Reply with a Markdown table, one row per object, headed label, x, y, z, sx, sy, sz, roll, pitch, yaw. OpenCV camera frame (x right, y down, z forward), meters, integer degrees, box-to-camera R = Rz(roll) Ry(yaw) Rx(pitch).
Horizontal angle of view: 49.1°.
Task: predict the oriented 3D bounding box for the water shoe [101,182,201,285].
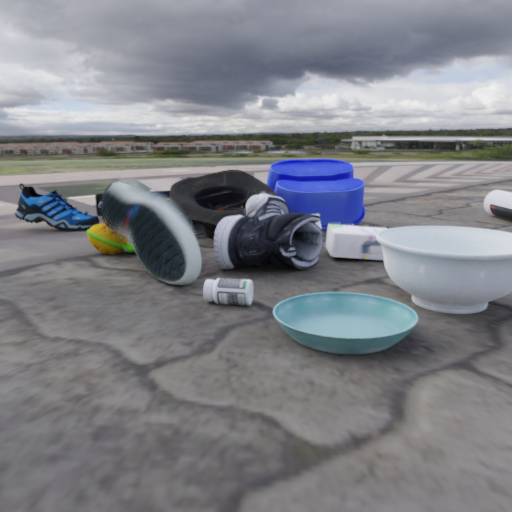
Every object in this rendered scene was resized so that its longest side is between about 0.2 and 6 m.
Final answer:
| label | x | y | z | sx | sy | sz | roll | pitch | yaw |
| --- | --- | --- | --- | --- | --- | --- | --- | --- | --- |
| water shoe | -1.630 | -0.565 | 10.149 | 1.300 | 1.178 | 3.295 | -1 | 27 | -40 |

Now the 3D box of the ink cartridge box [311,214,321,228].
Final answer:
| label | x | y | z | sx | sy | sz | roll | pitch | yaw |
| --- | --- | --- | --- | --- | --- | --- | --- | --- | --- |
| ink cartridge box | 1.124 | -0.659 | 12.917 | 0.741 | 0.166 | 0.653 | -2 | 53 | 2 |

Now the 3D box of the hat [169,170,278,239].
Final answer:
| label | x | y | z | sx | sy | sz | roll | pitch | yaw |
| --- | --- | --- | --- | --- | --- | --- | --- | --- | --- |
| hat | -0.733 | -1.030 | 13.257 | 2.684 | 1.083 | 2.684 | 0 | 34 | 0 |

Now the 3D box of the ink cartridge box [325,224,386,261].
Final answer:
| label | x | y | z | sx | sy | sz | roll | pitch | yaw |
| --- | --- | --- | --- | --- | --- | --- | --- | --- | --- |
| ink cartridge box | 2.208 | -0.262 | 11.071 | 1.535 | 0.517 | 0.899 | 4 | 14 | -2 |

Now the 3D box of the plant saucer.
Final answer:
| label | x | y | z | sx | sy | sz | roll | pitch | yaw |
| --- | --- | --- | --- | --- | --- | --- | --- | --- | --- |
| plant saucer | 1.080 | 0.834 | 6.899 | 1.753 | 0.315 | 1.753 | -1 | 12 | 0 |

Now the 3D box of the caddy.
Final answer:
| label | x | y | z | sx | sy | sz | roll | pitch | yaw |
| --- | --- | --- | --- | --- | --- | --- | --- | --- | --- |
| caddy | 1.485 | -1.475 | 14.611 | 2.832 | 1.487 | 2.002 | -2 | 35 | -9 |

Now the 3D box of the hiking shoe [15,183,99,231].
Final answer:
| label | x | y | z | sx | sy | sz | roll | pitch | yaw |
| --- | --- | --- | --- | --- | --- | --- | --- | --- | --- |
| hiking shoe | -4.973 | -1.179 | 14.069 | 2.089 | 0.906 | 0.777 | 11 | 12 | -7 |

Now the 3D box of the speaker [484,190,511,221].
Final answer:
| label | x | y | z | sx | sy | sz | roll | pitch | yaw |
| --- | --- | --- | --- | --- | --- | --- | --- | --- | --- |
| speaker | 7.112 | -1.348 | 15.479 | 0.787 | 0.787 | 1.937 | -1 | 13 | -6 |

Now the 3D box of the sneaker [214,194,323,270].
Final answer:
| label | x | y | z | sx | sy | sz | roll | pitch | yaw |
| --- | --- | --- | --- | --- | --- | --- | --- | --- | --- |
| sneaker | 0.511 | -0.439 | 10.796 | 1.751 | 1.161 | 3.077 | 5 | 20 | 20 |

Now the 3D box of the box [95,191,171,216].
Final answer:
| label | x | y | z | sx | sy | sz | roll | pitch | yaw |
| --- | --- | --- | --- | --- | --- | --- | --- | --- | --- |
| box | -2.410 | -1.455 | 15.190 | 2.790 | 0.686 | 2.889 | -3 | 5 | 14 |

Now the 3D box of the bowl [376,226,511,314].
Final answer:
| label | x | y | z | sx | sy | sz | roll | pitch | yaw |
| --- | --- | --- | --- | --- | --- | --- | --- | --- | --- |
| bowl | 2.829 | 0.211 | 8.102 | 2.210 | 0.993 | 2.210 | -1 | 13 | 0 |

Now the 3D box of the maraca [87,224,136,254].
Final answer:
| label | x | y | z | sx | sy | sz | roll | pitch | yaw |
| --- | --- | --- | --- | --- | --- | --- | --- | --- | --- |
| maraca | -2.909 | -0.299 | 11.436 | 1.121 | 0.600 | 0.768 | 23 | 9 | -10 |

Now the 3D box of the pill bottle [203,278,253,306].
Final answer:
| label | x | y | z | sx | sy | sz | roll | pitch | yaw |
| --- | --- | --- | --- | --- | --- | --- | --- | --- | --- |
| pill bottle | -0.403 | 0.518 | 8.138 | 0.673 | 0.380 | 0.380 | 3 | 13 | 11 |
